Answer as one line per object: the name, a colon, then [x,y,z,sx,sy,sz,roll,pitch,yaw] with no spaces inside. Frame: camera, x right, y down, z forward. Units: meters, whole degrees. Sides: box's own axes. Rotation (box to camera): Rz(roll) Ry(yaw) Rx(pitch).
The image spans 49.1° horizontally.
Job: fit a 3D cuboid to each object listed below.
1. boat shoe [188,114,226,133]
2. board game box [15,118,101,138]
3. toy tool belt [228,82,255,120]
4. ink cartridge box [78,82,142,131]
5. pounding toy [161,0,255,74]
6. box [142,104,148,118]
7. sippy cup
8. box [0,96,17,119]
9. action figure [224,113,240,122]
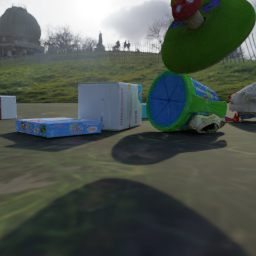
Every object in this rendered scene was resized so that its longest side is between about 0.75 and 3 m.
boat shoe: [2.218,-0.065,7.525,1.432,0.517,0.465,1,41,-41]
board game box: [-1.915,-0.055,7.534,1.513,0.366,2.001,-5,8,-41]
toy tool belt: [4.966,-0.844,11.250,1.652,1.626,2.645,-31,-2,2]
ink cartridge box: [-0.506,-0.708,8.837,1.371,1.377,1.877,3,6,23]
pounding toy: [1.650,-2.640,6.078,1.325,2.856,2.205,45,-3,-32]
box: [0.980,-0.820,13.230,2.649,0.651,1.090,-3,7,-27]
sippy cup: [1.681,-0.674,8.075,1.657,1.775,2.261,8,40,-34]
box: [-5.921,-0.942,12.691,1.638,1.019,0.798,4,7,30]
action figure: [3.341,-0.513,11.334,2.136,0.552,0.699,2,11,36]
